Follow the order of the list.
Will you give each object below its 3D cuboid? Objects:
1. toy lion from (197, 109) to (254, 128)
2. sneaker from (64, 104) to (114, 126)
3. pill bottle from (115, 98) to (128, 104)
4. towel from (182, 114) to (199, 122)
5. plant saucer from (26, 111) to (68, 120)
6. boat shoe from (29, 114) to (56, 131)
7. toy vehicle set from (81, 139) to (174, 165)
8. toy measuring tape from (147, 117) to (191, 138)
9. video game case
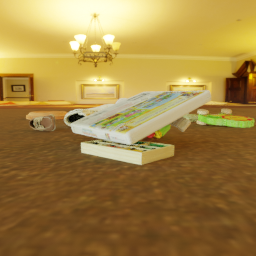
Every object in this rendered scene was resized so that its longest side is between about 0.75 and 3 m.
[{"bbox_3d":[3.656,-0.300,10.368,1.716,0.589,1.645,-2,14,-17],"label":"toy lion"},{"bbox_3d":[-1.190,-0.393,10.086,2.160,0.796,1.248,-9,7,6],"label":"sneaker"},{"bbox_3d":[-0.278,-1.316,17.034,1.039,1.039,1.871,0,5,-4],"label":"pill bottle"},{"bbox_3d":[2.861,-0.482,12.773,1.176,0.289,1.585,-1,6,-19],"label":"towel"},{"bbox_3d":[-3.995,-0.654,14.141,2.177,0.351,2.177,-1,6,0],"label":"plant saucer"},{"bbox_3d":[-2.652,-0.125,8.669,0.499,0.527,1.391,-9,2,-39],"label":"boat shoe"},{"bbox_3d":[-0.030,0.383,5.088,1.470,0.195,0.913,5,8,41],"label":"toy vehicle set"},{"bbox_3d":[0.878,-0.070,6.817,0.874,0.874,2.377,-3,12,-25],"label":"toy measuring tape"},{"bbox_3d":[0.249,-0.345,6.259,2.409,0.276,2.193,-26,21,-33],"label":"video game case"}]
